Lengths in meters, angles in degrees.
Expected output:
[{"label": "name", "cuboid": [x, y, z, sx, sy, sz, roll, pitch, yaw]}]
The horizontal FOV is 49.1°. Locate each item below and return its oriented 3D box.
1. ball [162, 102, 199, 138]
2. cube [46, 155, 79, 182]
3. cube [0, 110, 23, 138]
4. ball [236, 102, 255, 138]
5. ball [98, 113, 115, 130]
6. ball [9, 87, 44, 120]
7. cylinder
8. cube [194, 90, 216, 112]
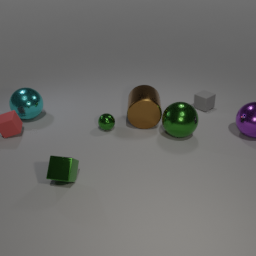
[{"label": "ball", "cuboid": [2.015, -0.321, 10.850, 1.400, 1.400, 1.400, 0, 30, 0]}, {"label": "cube", "cuboid": [-1.966, 1.253, 8.502, 0.700, 0.700, 0.700, 5, -12, 8]}, {"label": "cube", "cuboid": [-4.658, -0.151, 10.994, 0.700, 0.700, 0.700, -18, 38, 1]}, {"label": "ball", "cuboid": [4.911, -0.317, 10.836, 1.400, 1.400, 1.400, 0, 30, 0]}, {"label": "ball", "cuboid": [-0.873, -0.253, 11.421, 0.700, 0.700, 0.700, 0, 30, 0]}, {"label": "ball", "cuboid": [-4.394, -1.055, 12.140, 1.400, 1.400, 1.400, 0, 30, 0]}, {"label": "cylinder", "cuboid": [0.682, -0.900, 11.768, 1.400, 1.400, 1.400, 1, 33, 2]}, {"label": "cube", "cuboid": [3.596, -1.281, 13.158, 0.700, 0.700, 0.700, -25, 37, -31]}]
